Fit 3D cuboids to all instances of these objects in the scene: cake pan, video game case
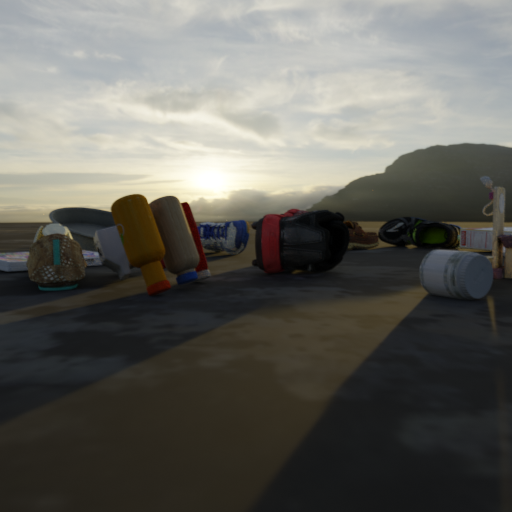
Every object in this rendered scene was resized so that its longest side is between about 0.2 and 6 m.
[{"bbox_3d":[-3.195,-0.519,11.426,2.009,0.368,2.009,13,16,-4],"label":"cake pan"},{"bbox_3d":[-3.167,0.053,8.477,1.258,0.158,1.757,6,6,41],"label":"video game case"}]

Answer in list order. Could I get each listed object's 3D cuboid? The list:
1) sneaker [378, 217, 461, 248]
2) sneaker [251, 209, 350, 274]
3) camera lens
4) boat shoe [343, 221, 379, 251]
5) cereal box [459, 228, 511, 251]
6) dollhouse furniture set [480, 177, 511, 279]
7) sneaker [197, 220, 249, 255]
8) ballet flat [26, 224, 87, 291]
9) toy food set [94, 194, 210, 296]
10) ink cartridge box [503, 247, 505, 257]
[{"bbox_3d":[3.722,-0.550,12.914,2.029,0.720,0.841,8,2,41],"label":"sneaker"},{"bbox_3d":[0.779,-0.235,8.005,1.192,0.862,2.440,0,6,16],"label":"sneaker"},{"bbox_3d":[1.886,0.175,5.337,0.452,0.452,0.566,-3,5,-31],"label":"camera lens"},{"bbox_3d":[2.099,-0.459,12.299,0.677,0.635,1.880,4,6,45],"label":"boat shoe"},{"bbox_3d":[5.529,-0.289,10.998,1.791,0.492,2.490,-2,5,-19],"label":"cereal box"},{"bbox_3d":[2.792,-0.316,6.417,1.411,1.263,1.780,3,6,37],"label":"dollhouse furniture set"},{"bbox_3d":[-0.760,-0.360,10.755,0.748,0.639,1.697,11,-12,-29],"label":"sneaker"},{"bbox_3d":[-2.367,-0.045,6.694,0.740,0.685,2.098,-2,5,-24],"label":"ballet flat"},{"bbox_3d":[-1.167,0.027,6.427,1.046,0.985,2.190,-17,-7,-24],"label":"toy food set"},{"bbox_3d":[3.759,-0.164,7.502,0.432,0.737,1.007,44,12,7],"label":"ink cartridge box"}]
